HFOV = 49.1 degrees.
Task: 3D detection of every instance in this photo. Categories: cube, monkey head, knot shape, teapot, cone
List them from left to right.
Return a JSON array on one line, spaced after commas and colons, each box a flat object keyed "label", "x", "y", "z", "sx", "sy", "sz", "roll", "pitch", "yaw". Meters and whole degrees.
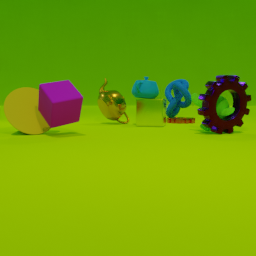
[{"label": "cone", "x": -2.780, "y": -0.201, "z": 7.550, "sx": 1.313, "sy": 1.313, "sz": 1.318, "roll": -4, "pitch": -20, "yaw": -37}, {"label": "cube", "x": -1.583, "y": -0.570, "z": 6.518, "sx": 0.748, "sy": 0.748, "sz": 0.748, "roll": -16, "pitch": 49, "yaw": -35}, {"label": "teapot", "x": -0.566, "y": -0.959, "z": 10.449, "sx": 0.934, "sy": 1.908, "sz": 1.187, "roll": -33, "pitch": 0, "yaw": -23}, {"label": "teapot", "x": 0.638, "y": -1.410, "z": 9.825, "sx": 0.953, "sy": 0.751, "sz": 1.533, "roll": 7, "pitch": 5, "yaw": 27}, {"label": "cube", "x": 0.811, "y": -0.535, "z": 9.647, "sx": 0.917, "sy": 0.917, "sz": 0.917, "roll": 1, "pitch": 5, "yaw": 14}, {"label": "knot shape", "x": 2.125, "y": -1.441, "z": 12.097, "sx": 0.824, "sy": 1.669, "sz": 1.784, "roll": 10, "pitch": -38, "yaw": -11}, {"label": "monkey head", "x": 2.223, "y": -0.440, "z": 7.482, "sx": 1.304, "sy": 0.938, "sz": 0.786, "roll": 31, "pitch": -8, "yaw": 42}]

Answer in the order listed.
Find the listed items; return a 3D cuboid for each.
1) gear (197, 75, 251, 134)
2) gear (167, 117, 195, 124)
[{"label": "gear", "x": 2.425, "y": -0.585, "z": 7.010, "sx": 1.459, "sy": 1.459, "sz": 0.270, "roll": -2, "pitch": 12, "yaw": -23}, {"label": "gear", "x": 2.113, "y": -0.309, "z": 11.188, "sx": 1.098, "sy": 0.203, "sz": 1.098, "roll": 0, "pitch": 5, "yaw": 0}]
